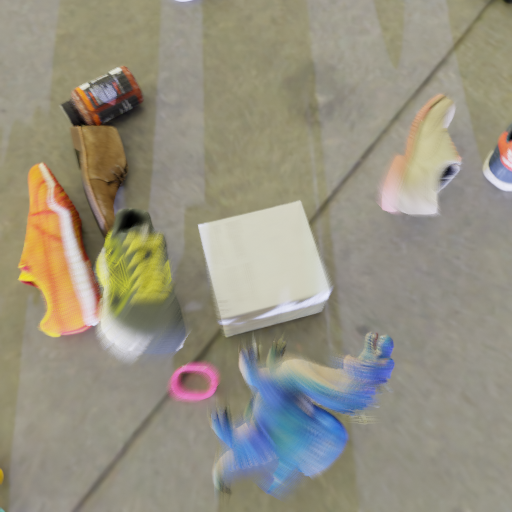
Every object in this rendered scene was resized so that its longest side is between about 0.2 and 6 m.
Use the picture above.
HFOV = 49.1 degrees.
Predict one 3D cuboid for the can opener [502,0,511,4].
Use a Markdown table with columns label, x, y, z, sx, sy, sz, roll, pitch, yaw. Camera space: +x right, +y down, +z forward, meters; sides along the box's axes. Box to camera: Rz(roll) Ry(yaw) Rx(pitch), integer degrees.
| label | x | y | z | sx | sy | sz | roll | pitch | yaw |
| --- | --- | --- | --- | --- | --- | --- | --- | --- | --- |
| can opener | 4.630 | -5.257 | 10.944 | 1.221 | 0.480 | 0.387 | 21 | 78 | 17 |

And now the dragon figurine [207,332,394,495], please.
| label | x | y | z | sx | sy | sz | roll | pitch | yaw |
| --- | --- | --- | --- | --- | --- | --- | --- | --- | --- |
| dragon figurine | 0.375 | 2.126 | 6.669 | 1.642 | 0.972 | 3.303 | 37 | 110 | 35 |

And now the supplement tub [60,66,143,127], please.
| label | x | y | z | sx | sy | sz | roll | pitch | yaw |
| --- | --- | --- | --- | --- | --- | --- | --- | --- | --- |
| supplement tub | -2.706 | -2.718 | 9.778 | 1.343 | 0.718 | 0.718 | -31 | 72 | -12 |

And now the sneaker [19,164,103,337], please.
| label | x | y | z | sx | sy | sz | roll | pitch | yaw |
| --- | --- | --- | --- | --- | --- | --- | --- | --- | --- |
| sneaker | -3.215 | -0.168 | 8.641 | 1.113 | 1.053 | 2.886 | -18 | 69 | -4 |

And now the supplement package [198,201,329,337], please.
| label | x | y | z | sx | sy | sz | roll | pitch | yaw |
| --- | --- | --- | --- | --- | --- | --- | --- | --- | --- |
| supplement package | 0.095 | 0.220 | 8.410 | 1.557 | 1.145 | 1.489 | -14 | 70 | -5 |

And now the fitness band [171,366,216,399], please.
| label | x | y | z | sx | sy | sz | roll | pitch | yaw |
| --- | --- | --- | --- | --- | --- | --- | --- | --- | --- |
| fitness band | -0.919 | 1.871 | 8.293 | 0.667 | 0.125 | 0.479 | 2 | 81 | 3 |

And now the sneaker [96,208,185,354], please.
| label | x | y | z | sx | sy | sz | roll | pitch | yaw |
| --- | --- | --- | --- | --- | --- | --- | --- | --- | --- |
| sneaker | -1.665 | 0.258 | 7.742 | 1.027 | 1.167 | 2.757 | -1 | 30 | -29 |

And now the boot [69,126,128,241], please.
| label | x | y | z | sx | sy | sz | roll | pitch | yaw |
| --- | --- | --- | --- | --- | --- | --- | --- | --- | --- |
| boot | -2.474 | -1.285 | 9.251 | 0.825 | 0.805 | 2.188 | -12 | 67 | -16 |

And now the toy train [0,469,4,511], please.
| label | x | y | z | sx | sy | sz | roll | pitch | yaw |
| --- | --- | --- | --- | --- | --- | --- | --- | --- | --- |
| toy train | -4.016 | 3.350 | 7.608 | 1.326 | 0.491 | 1.766 | -26 | 68 | -8 |

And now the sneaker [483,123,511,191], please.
| label | x | y | z | sx | sy | sz | roll | pitch | yaw |
| --- | --- | --- | --- | --- | --- | --- | --- | --- | --- |
| sneaker | 4.954 | -2.270 | 9.379 | 1.013 | 1.142 | 2.703 | 37 | 73 | 13 |

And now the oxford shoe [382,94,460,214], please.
| label | x | y | z | sx | sy | sz | roll | pitch | yaw |
| --- | --- | --- | --- | --- | --- | --- | --- | --- | --- |
| oxford shoe | 2.833 | -1.585 | 8.964 | 0.923 | 0.885 | 2.501 | 18 | 63 | 23 |
